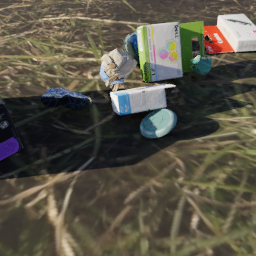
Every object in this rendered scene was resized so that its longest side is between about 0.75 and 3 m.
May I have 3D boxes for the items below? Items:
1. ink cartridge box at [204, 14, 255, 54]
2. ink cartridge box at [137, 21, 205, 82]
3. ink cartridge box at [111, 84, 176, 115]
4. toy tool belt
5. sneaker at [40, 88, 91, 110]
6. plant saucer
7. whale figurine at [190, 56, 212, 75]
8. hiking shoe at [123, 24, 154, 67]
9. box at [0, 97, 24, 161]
[{"bbox_3d":[4.238,-4.063,11.920,2.231,0.560,2.570,-4,43,-2],"label":"ink cartridge box"},{"bbox_3d":[1.592,-2.584,9.265,2.364,1.747,0.896,-10,17,-8],"label":"ink cartridge box"},{"bbox_3d":[0.449,-0.852,8.123,1.733,0.578,1.004,-11,14,-11],"label":"ink cartridge box"},{"bbox_3d":[-0.452,-1.637,8.543,1.108,1.774,1.090,30,84,-6],"label":"toy tool belt"},{"bbox_3d":[-1.765,-0.911,8.125,1.483,0.561,0.571,9,49,8],"label":"sneaker"},{"bbox_3d":[0.800,-0.168,7.654,1.073,0.147,1.073,-19,39,17],"label":"plant saucer"},{"bbox_3d":[2.454,-2.102,9.410,0.765,0.961,0.499,-25,72,26],"label":"whale figurine"},{"bbox_3d":[0.701,-3.247,10.429,1.250,1.073,2.884,-10,35,28],"label":"hiking shoe"},{"bbox_3d":[-4.262,-0.388,7.092,1.821,1.580,2.980,-31,50,-27],"label":"box"}]
